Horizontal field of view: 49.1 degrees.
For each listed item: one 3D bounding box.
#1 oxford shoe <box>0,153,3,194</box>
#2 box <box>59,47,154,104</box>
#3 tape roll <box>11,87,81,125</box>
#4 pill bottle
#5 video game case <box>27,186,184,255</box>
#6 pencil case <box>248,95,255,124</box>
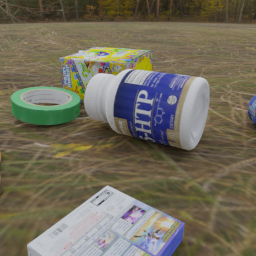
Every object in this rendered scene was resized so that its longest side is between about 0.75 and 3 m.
[{"bbox_3d":[-3.311,0.473,6.078,0.989,0.988,2.772,-17,28,-30],"label":"oxford shoe"},{"bbox_3d":[-0.688,-2.021,10.610,2.568,1.627,2.667,11,28,23],"label":"box"},{"bbox_3d":[-2.603,-0.766,8.990,2.124,0.510,2.124,6,26,-3],"label":"tape roll"},{"bbox_3d":[0.443,-0.600,7.401,2.995,1.793,1.793,12,28,27],"label":"pill bottle"},{"bbox_3d":[-0.262,1.685,4.115,1.565,0.392,1.726,18,30,33],"label":"video game case"},{"bbox_3d":[4.042,-0.119,7.197,1.144,1.028,2.634,-23,22,12],"label":"pencil case"}]
